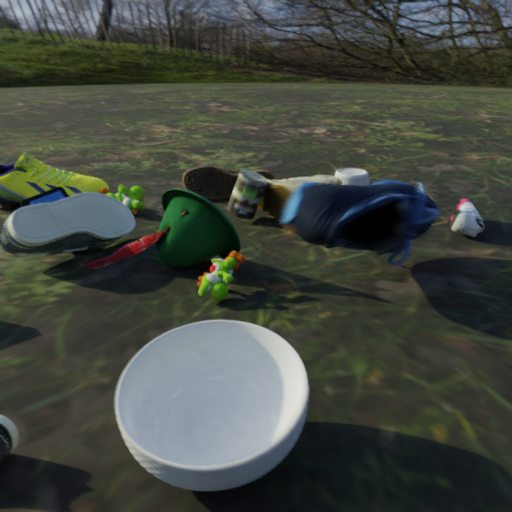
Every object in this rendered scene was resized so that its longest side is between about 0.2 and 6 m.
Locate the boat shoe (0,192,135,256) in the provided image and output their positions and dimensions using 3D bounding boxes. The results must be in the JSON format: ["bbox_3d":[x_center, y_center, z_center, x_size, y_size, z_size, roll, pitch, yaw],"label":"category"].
[{"bbox_3d":[-3.374,-0.523,10.150,0.813,0.959,2.633,-31,-9,35],"label":"boat shoe"}]

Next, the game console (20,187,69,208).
[{"bbox_3d":[-3.768,-0.840,11.189,1.172,0.776,1.333,7,23,17],"label":"game console"}]

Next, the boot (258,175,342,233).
[{"bbox_3d":[1.206,-1.202,12.057,1.879,0.876,2.430,-7,23,-27],"label":"boot"}]

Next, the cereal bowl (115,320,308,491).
[{"bbox_3d":[-0.388,1.433,5.232,1.760,0.733,1.760,-1,34,1],"label":"cereal bowl"}]

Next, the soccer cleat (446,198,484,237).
[{"bbox_3d":[4.299,-0.724,11.400,0.686,0.555,1.588,31,28,13],"label":"soccer cleat"}]

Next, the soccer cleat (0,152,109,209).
[{"bbox_3d":[-4.889,-1.714,12.732,3.007,1.258,0.972,2,21,4],"label":"soccer cleat"}]

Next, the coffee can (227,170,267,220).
[{"bbox_3d":[-0.193,-1.292,11.863,0.626,0.856,0.626,17,28,-9],"label":"coffee can"}]

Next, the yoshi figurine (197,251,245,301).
[{"bbox_3d":[-0.490,0.368,8.480,0.506,0.508,0.904,8,41,36],"label":"yoshi figurine"}]

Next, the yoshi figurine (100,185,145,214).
[{"bbox_3d":[-2.879,-1.296,12.407,1.200,0.672,0.675,12,28,33],"label":"yoshi figurine"}]

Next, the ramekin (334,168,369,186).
[{"bbox_3d":[2.459,-1.951,14.441,0.984,0.458,0.984,0,22,0],"label":"ramekin"}]

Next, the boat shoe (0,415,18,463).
[{"bbox_3d":[-3.069,1.663,5.056,1.666,0.594,0.502,4,18,2],"label":"boat shoe"}]

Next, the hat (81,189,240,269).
[{"bbox_3d":[-1.459,0.032,9.257,1.710,1.609,1.942,-52,22,-26],"label":"hat"}]

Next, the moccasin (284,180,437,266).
[{"bbox_3d":[1.904,-0.425,8.854,3.348,1.347,1.142,-9,34,-39],"label":"moccasin"}]

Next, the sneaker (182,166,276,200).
[{"bbox_3d":[-0.670,-1.759,13.844,2.285,0.805,0.863,2,4,-7],"label":"sneaker"}]
